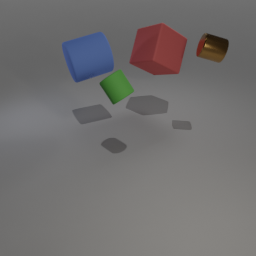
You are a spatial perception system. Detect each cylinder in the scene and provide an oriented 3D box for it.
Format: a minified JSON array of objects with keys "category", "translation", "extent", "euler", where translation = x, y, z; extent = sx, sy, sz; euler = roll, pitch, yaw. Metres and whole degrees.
[{"category":"cylinder","translation":[2.455,-2.333,8.177],"extent":[0.700,0.700,0.700],"euler":[14,29,-5]},{"category":"cylinder","translation":[-1.384,-2.444,9.691],"extent":[1.400,1.400,1.400],"euler":[-21,34,-14]},{"category":"cylinder","translation":[-0.299,-1.103,7.558],"extent":[0.700,0.700,0.700],"euler":[-33,7,5]}]

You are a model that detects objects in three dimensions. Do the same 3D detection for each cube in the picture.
[{"category":"cube","translation":[1.133,-2.897,10.550],"extent":[1.400,1.400,1.400],"euler":[16,-3,-38]}]
